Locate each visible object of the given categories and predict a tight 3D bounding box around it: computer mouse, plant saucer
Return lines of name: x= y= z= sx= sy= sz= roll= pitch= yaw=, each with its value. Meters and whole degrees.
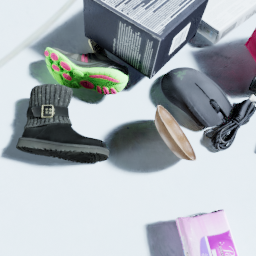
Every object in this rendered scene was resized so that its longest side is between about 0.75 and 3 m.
computer mouse: x=2.324 y=-0.947 z=8.472 sx=2.965 sy=0.782 sz=2.053 roll=39 pitch=74 yaw=14
plant saucer: x=1.230 y=0.195 z=7.658 sx=0.329 sy=1.800 sz=1.800 roll=-35 pitch=70 yaw=17

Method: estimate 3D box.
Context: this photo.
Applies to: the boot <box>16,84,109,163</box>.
boot: x=-1.732 y=-0.182 z=8.027 sx=2.729 sy=1.027 sz=2.040 roll=9 pitch=68 yaw=4

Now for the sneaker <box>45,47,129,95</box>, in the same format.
sneaker: x=-1.317 y=-1.860 z=8.852 sx=2.903 sy=1.114 sz=1.216 roll=21 pitch=40 yaw=12

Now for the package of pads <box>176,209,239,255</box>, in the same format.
package of pads: x=2.012 y=3.075 z=6.770 sx=1.231 sy=0.773 sz=2.043 roll=-9 pitch=67 yaw=-6

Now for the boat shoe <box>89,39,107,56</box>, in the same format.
boat shoe: x=-1.037 y=-2.703 z=9.408 sx=0.398 sy=0.352 sz=1.087 roll=-30 pitch=71 yaw=-11

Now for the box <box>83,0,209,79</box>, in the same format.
box: x=0.534 y=-3.504 z=8.799 sx=2.776 sy=1.724 sz=2.798 roll=37 pitch=62 yaw=14

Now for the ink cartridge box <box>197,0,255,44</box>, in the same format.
ink cartridge box: x=2.914 y=-4.650 z=10.096 sx=2.388 sy=0.705 sz=2.983 roll=-38 pitch=67 yaw=-13

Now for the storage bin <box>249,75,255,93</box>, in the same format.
storage bin: x=4.140 y=-1.486 z=8.660 sx=0.392 sy=0.837 sz=0.566 roll=26 pitch=70 yaw=10

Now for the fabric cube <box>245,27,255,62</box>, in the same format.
fabric cube: x=5.142 y=-2.638 z=8.568 sx=1.905 sy=1.869 sz=1.899 roll=-17 pitch=69 yaw=-6
